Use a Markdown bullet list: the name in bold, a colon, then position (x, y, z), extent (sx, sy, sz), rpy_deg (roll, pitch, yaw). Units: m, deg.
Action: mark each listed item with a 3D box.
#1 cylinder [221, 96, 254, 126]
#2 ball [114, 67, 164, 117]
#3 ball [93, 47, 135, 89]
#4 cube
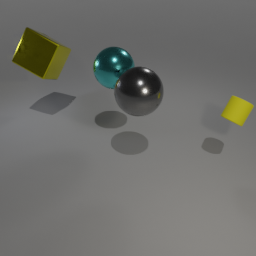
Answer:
- **cylinder**: position (3.268, -0.511, 8.401), extent (0.700, 0.700, 0.700), rpy_deg (26, 10, -5)
- **ball**: position (0.307, -1.025, 7.929), extent (1.400, 1.400, 1.400), rpy_deg (0, 31, 0)
- **ball**: position (-0.465, -1.997, 9.366), extent (1.400, 1.400, 1.400), rpy_deg (0, 31, 0)
- **cube**: position (-3.292, -2.815, 10.823), extent (1.400, 1.400, 1.400), rpy_deg (29, 12, 2)
